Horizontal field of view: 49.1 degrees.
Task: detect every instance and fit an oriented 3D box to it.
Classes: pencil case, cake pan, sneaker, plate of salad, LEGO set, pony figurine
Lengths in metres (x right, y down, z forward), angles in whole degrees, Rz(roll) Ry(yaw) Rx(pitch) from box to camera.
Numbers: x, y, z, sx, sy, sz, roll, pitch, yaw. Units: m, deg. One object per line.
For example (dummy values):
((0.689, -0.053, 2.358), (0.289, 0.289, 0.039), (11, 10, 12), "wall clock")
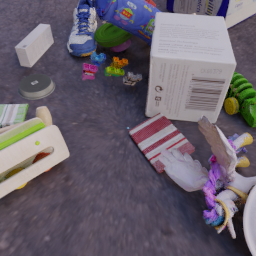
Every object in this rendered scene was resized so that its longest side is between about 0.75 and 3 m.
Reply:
((0.248, -3.288, 8.402), (2.643, 1.148, 1.031), (16, 19, -36), "pencil case")
((-2.764, -1.276, 8.409), (1.097, 0.201, 1.097), (0, 45, 0), "cake pan")
((-1.671, -3.693, 10.059), (1.064, 1.246, 2.827), (-3, 47, -4), "sneaker")
((2.858, 1.688, 4.918), (1.886, 0.453, 1.886), (1, 79, -7), "plate of salad")
((-0.577, -1.639, 8.073), (1.800, 0.738, 0.686), (5, 64, -30), "LEGO set")
((1.873, 0.825, 5.478), (2.087, 1.738, 2.015), (-20, 67, -36), "pony figurine")

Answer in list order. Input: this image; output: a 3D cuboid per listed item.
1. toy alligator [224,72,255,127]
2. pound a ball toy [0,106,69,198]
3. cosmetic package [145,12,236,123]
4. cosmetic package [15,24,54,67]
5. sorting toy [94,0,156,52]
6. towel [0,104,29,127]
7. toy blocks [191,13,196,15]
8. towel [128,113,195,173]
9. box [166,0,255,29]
((3.161, -0.700, 7.414), (0.880, 0.805, 2.966), (-11, 47, -11), "toy alligator")
((-2.486, 0.623, 6.128), (2.610, 1.109, 1.702), (-32, 29, -28), "pound a ball toy")
((1.537, -1.661, 7.542), (1.922, 1.920, 2.329), (6, 45, 3), "cosmetic package")
((-3.175, -2.863, 9.622), (0.435, 0.709, 1.718), (9, 46, 12), "cosmetic package")
((0.192, -3.529, 10.148), (1.775, 1.213, 2.954), (15, 58, 35), "sorting toy")
((-3.351, -0.371, 7.537), (1.171, 0.180, 0.874), (-3, 46, -3), "towel")
((1.824, -3.124, 9.853), (1.156, 1.374, 1.284), (-8, 21, 39), "toy blocks")
((0.774, 0.315, 6.749), (1.031, 0.163, 1.431), (-30, 52, -9), "towel")
((3.594, -5.550, 11.645), (2.714, 1.548, 2.951), (-33, 53, -29), "box")
